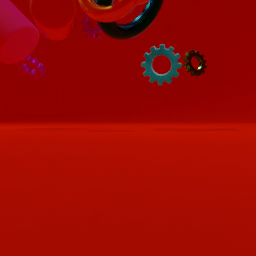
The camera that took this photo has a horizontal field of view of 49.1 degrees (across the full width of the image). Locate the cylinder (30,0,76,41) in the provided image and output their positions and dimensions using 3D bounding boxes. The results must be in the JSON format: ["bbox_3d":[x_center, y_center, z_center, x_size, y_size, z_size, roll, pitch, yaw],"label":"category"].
[{"bbox_3d":[-1.365,-2.095,5.197,0.766,0.766,0.766,0,4,-11],"label":"cylinder"}]

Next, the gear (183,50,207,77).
[{"bbox_3d":[2.718,-2.612,11.329,1.063,1.063,0.197,-1,-8,-27],"label":"gear"}]

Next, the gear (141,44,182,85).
[{"bbox_3d":[1.328,-2.498,11.127,1.542,1.542,0.285,0,20,14],"label":"gear"}]

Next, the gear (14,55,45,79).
[{"bbox_3d":[-3.764,-2.355,10.715,1.167,0.216,1.167,16,-27,8],"label":"gear"}]

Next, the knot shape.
[{"bbox_3d":[-0.045,-3.137,5.679,1.837,1.963,0.907,-1,20,-20],"label":"knot shape"}]

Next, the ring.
[{"bbox_3d":[0.087,-3.106,6.852,2.040,2.040,0.408,-1,43,-49],"label":"ring"}]

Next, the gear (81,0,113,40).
[{"bbox_3d":[-1.134,-4.013,10.209,0.286,1.548,1.548,4,-2,-45],"label":"gear"}]

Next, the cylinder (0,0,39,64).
[{"bbox_3d":[-3.143,-2.496,7.130,1.234,1.234,1.234,-44,-6,-5],"label":"cylinder"}]
